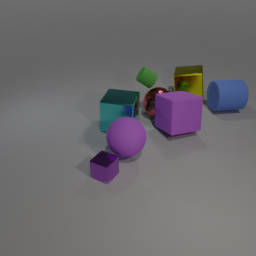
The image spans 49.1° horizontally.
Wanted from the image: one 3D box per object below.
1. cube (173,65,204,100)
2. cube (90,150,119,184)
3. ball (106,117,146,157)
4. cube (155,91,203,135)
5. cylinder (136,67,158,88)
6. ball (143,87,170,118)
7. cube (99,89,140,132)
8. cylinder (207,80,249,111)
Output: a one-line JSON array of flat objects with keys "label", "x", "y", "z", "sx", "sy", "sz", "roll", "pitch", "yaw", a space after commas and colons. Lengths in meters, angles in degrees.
[{"label": "cube", "x": 3.104, "y": -2.279, "z": 14.240, "sx": 1.400, "sy": 1.400, "sz": 1.400, "roll": -1, "pitch": 30, "yaw": 15}, {"label": "cube", "x": -0.766, "y": 1.279, "z": 9.227, "sx": 0.700, "sy": 0.700, "sz": 0.700, "roll": 17, "pitch": 35, "yaw": 26}, {"label": "ball", "x": -0.058, "y": 0.315, "z": 9.759, "sx": 1.400, "sy": 1.400, "sz": 1.400, "roll": 0, "pitch": 31, "yaw": 0}, {"label": "cube", "x": 2.021, "y": -0.644, "z": 11.383, "sx": 1.400, "sy": 1.400, "sz": 1.400, "roll": -8, "pitch": 20, "yaw": -22}, {"label": "cylinder", "x": 0.823, "y": -2.200, "z": 12.214, "sx": 0.700, "sy": 0.700, "sz": 0.700, "roll": 29, "pitch": 26, "yaw": -18}, {"label": "ball", "x": 1.371, "y": -1.135, "z": 12.567, "sx": 1.400, "sy": 1.400, "sz": 1.400, "roll": 0, "pitch": 31, "yaw": 0}, {"label": "cube", "x": -0.321, "y": -0.704, "z": 11.784, "sx": 1.400, "sy": 1.400, "sz": 1.400, "roll": 7, "pitch": 31, "yaw": 10}, {"label": "cylinder", "x": 4.600, "y": -1.527, "z": 13.039, "sx": 1.400, "sy": 1.400, "sz": 1.400, "roll": -3, "pitch": 31, "yaw": -8}]
